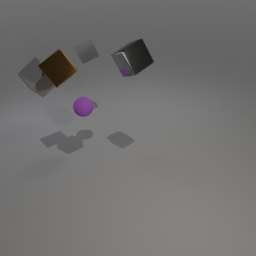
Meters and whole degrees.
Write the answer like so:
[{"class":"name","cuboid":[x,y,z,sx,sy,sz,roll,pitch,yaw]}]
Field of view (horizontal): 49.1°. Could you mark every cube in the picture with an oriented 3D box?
[{"class":"cube","cuboid":[0.115,-1.836,7.411,0.700,0.700,0.700,-39,22,-18]},{"class":"cube","cuboid":[-1.803,-1.542,7.298,0.700,0.700,0.700,-39,15,-2]},{"class":"cube","cuboid":[-2.548,-1.444,8.047,0.700,0.700,0.700,-43,68,1]},{"class":"cube","cuboid":[-1.611,-2.971,10.805,0.700,0.700,0.700,-27,21,-7]}]

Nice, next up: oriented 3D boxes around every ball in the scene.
[{"class":"ball","cuboid":[-1.547,-0.733,9.695,0.700,0.700,0.700,0,30,0]}]
